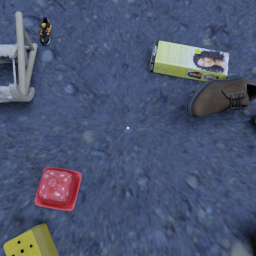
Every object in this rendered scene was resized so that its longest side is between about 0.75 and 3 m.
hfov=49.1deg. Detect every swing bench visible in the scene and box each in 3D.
[{"bbox_3d":[-4.261,-1.807,8.351,2.599,1.695,2.613,-3,71,-2],"label":"swing bench"}]

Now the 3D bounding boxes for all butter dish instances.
[{"bbox_3d":[-1.875,1.508,7.303,1.094,0.809,1.091,9,66,4],"label":"butter dish"}]

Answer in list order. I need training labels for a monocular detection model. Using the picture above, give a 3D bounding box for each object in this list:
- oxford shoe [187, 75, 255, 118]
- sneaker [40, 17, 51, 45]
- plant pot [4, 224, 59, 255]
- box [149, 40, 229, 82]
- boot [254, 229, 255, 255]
[{"bbox_3d":[2.752,-0.873,7.803,2.542,0.924,1.073,-24,33,-24],"label":"oxford shoe"},{"bbox_3d":[-2.886,-3.352,9.649,0.353,0.454,1.008,-1,66,0],"label":"sneaker"},{"bbox_3d":[-2.355,2.924,6.633,1.009,0.890,1.009,-27,69,-11],"label":"plant pot"},{"bbox_3d":[1.939,-2.108,8.984,2.400,0.601,0.903,10,67,3],"label":"box"},{"bbox_3d":[3.984,2.732,6.681,2.019,0.978,0.754,-2,31,3],"label":"boot"}]
